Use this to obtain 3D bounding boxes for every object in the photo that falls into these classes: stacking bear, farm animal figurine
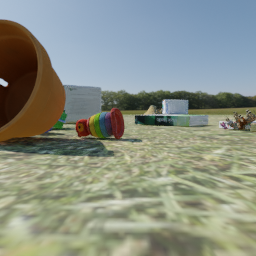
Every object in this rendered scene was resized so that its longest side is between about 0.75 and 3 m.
[{"bbox_3d":[-0.749,-0.051,6.965,1.201,0.730,0.683,-7,1,18],"label":"stacking bear"},{"bbox_3d":[3.814,-0.180,9.634,0.846,0.527,1.048,-42,14,-23],"label":"farm animal figurine"}]

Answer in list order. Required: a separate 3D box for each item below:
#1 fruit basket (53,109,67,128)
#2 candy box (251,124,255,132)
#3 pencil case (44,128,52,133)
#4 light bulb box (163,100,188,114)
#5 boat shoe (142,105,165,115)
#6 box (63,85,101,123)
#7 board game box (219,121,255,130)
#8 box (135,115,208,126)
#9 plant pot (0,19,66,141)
[{"bbox_3d":[-3.263,-0.639,10.723,1.881,0.881,1.742,28,-4,-13],"label":"fruit basket"},{"bbox_3d":[4.500,-0.010,9.065,0.967,0.267,0.558,1,2,21],"label":"candy box"},{"bbox_3d":[-3.263,-0.320,9.122,2.230,0.870,0.968,4,12,44],"label":"pencil case"},{"bbox_3d":[2.340,-1.039,13.973,1.118,0.698,1.109,0,2,1],"label":"light bulb box"},{"bbox_3d":[1.337,-0.788,15.930,0.932,0.991,2.602,2,4,28],"label":"boat shoe"},{"bbox_3d":[-3.086,-1.348,16.195,2.405,2.060,2.393,0,3,-35],"label":"box"},{"bbox_3d":[4.469,-0.113,10.561,1.674,0.290,1.057,-1,3,-11],"label":"board game box"},{"bbox_3d":[2.095,-0.390,13.537,2.934,0.533,2.118,1,3,38],"label":"box"},{"bbox_3d":[-2.725,-0.869,6.676,2.683,2.683,1.878,1,-13,17],"label":"plant pot"}]
